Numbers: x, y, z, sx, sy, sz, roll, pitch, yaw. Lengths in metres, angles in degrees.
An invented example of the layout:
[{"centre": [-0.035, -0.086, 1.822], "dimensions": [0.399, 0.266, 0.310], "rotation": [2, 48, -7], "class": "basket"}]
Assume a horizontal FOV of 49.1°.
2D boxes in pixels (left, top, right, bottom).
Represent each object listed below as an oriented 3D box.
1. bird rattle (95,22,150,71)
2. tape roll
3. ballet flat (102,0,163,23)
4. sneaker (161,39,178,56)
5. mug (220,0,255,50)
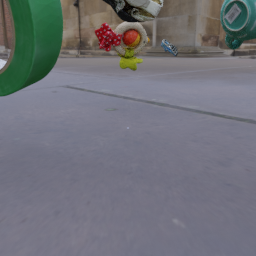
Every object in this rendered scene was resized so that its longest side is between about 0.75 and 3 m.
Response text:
[{"centre": [-0.127, -2.942, 9.455], "dimensions": [1.508, 1.849, 1.042], "rotation": [-39, 32, 11], "class": "bird rattle"}, {"centre": [-2.528, -2.047, 4.805], "dimensions": [3.002, 3.002, 0.722], "rotation": [9, 32, 27], "class": "tape roll"}, {"centre": [0.139, -2.751, 5.969], "dimensions": [1.064, 1.064, 2.911], "rotation": [8, 7, 25], "class": "ballet flat"}, {"centre": [1.576, -3.016, 10.669], "dimensions": [0.304, 0.775, 0.349], "rotation": [-49, 3, -35], "class": "sneaker"}, {"centre": [3.220, -2.947, 7.591], "dimensions": [1.040, 1.682, 1.382], "rotation": [-20, 25, -30], "class": "mug"}]
